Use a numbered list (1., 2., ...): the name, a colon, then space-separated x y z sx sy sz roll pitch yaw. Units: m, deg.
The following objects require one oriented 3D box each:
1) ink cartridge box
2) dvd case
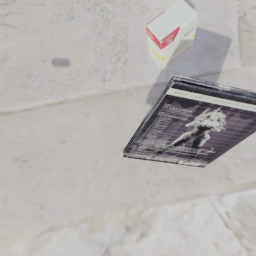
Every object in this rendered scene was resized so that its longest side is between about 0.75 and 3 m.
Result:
1. ink cartridge box: 1.177 -2.455 7.612 1.171 1.614 0.673 -38 74 -2
2. dvd case: 1.241 0.080 5.414 2.071 2.785 0.222 9 60 -13
